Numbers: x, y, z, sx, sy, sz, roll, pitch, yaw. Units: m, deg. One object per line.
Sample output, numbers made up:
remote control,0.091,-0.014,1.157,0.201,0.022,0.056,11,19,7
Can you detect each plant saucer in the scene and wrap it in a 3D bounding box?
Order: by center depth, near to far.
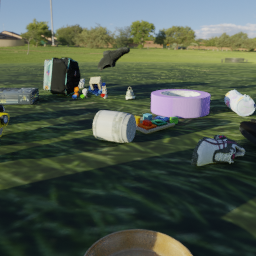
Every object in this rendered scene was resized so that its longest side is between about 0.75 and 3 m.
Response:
plant saucer,0.118,1.526,2.935,1.224,0.217,1.224,0,16,0

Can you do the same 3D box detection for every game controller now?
game controller,3.630,0.398,6.104,1.558,0.629,2.986,0,17,0

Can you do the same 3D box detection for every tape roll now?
tape roll,1.983,-0.973,10.680,2.193,0.719,2.193,1,16,0

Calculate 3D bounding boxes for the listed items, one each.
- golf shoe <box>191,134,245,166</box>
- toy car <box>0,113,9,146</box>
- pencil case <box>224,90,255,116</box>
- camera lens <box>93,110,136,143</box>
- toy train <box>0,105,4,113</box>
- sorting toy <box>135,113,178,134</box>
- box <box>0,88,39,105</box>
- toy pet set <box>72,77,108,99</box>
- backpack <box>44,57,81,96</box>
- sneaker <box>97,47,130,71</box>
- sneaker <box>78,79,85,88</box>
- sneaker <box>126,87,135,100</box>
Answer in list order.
golf shoe,1.912,0.494,5.944,1.478,0.571,0.651,-15,29,-41
toy car,-3.715,0.325,6.353,2.713,0.643,2.883,16,23,42
pencil case,4.170,-0.964,10.552,0.694,0.757,1.669,-14,13,8
camera lens,-0.366,-0.040,7.306,0.987,0.790,0.790,7,18,21
toy train,-5.009,-0.477,8.783,2.013,0.872,1.150,-15,16,-42
sorting toy,0.588,-0.197,8.693,2.350,0.320,1.323,-15,22,-40
box,-5.248,-1.450,12.598,2.161,0.551,1.704,-2,15,-7
toy pet set,-1.732,-1.747,13.820,1.587,0.843,1.482,-1,51,9
backpack,-3.341,-2.682,14.447,1.676,1.922,2.186,7,13,12
sneaker,-0.600,-2.926,11.932,1.486,0.775,0.446,-4,-8,22
sneaker,-3.088,-2.741,17.091,0.849,0.521,1.305,7,25,-8
sneaker,0.130,-1.725,13.548,0.479,0.552,1.245,0,16,-2
